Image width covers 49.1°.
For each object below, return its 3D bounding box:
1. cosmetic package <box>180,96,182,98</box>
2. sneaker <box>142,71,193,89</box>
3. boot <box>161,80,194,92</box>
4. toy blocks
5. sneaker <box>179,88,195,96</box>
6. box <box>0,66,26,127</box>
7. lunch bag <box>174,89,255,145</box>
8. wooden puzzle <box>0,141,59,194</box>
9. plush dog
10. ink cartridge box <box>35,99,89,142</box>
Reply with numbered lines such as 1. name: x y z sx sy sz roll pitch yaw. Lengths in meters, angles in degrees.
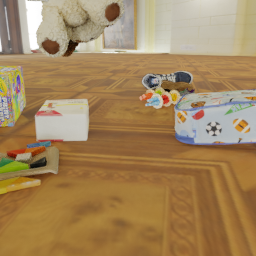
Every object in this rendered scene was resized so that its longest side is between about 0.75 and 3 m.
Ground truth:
1. cosmetic package: 2.360 -0.888 9.688 0.997 0.404 0.562 -6 17 -16
2. sneaker: 1.751 -2.202 13.032 2.307 0.809 1.252 3 12 31
3. boot: 2.185 -1.761 12.544 1.445 0.532 0.545 9 50 11
4. toy blocks: 0.947 -1.057 10.002 1.475 0.536 1.230 -17 25 -41
5. sneaker: 2.204 -1.407 11.254 0.975 0.427 0.363 -1 18 -3
6. box: -4.457 -1.005 8.374 2.290 1.450 2.378 -3 19 -12
7. lunch bag: 2.590 -0.361 6.775 2.783 1.052 2.230 0 15 21
8. wooden puzzle: -1.956 0.623 5.330 1.331 0.231 1.973 -6 19 -18
9. plush dog: -1.557 -3.497 8.822 2.817 2.260 2.419 -29 -11 6
10. ink cartridge box: -1.636 -0.252 7.262 1.193 0.686 1.644 -2 18 -6
